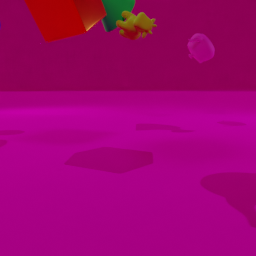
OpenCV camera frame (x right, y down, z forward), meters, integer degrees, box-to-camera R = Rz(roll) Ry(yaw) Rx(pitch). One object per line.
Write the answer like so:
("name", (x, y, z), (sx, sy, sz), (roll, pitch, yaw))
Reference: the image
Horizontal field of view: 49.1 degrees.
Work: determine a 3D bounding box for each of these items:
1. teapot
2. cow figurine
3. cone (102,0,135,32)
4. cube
("teapot", (2.174, -2.436, 8.605), (0.709, 0.900, 1.447), (-38, -30, 8))
("cow figurine", (0.247, -2.745, 7.685), (1.108, 0.618, 1.126), (29, -7, 12))
("cone", (-0.662, -3.662, 8.015), (1.242, 1.237, 1.237), (36, -14, -33))
("cube", (-1.037, -2.082, 4.707), (0.873, 0.873, 0.873), (-3, 37, 28))
